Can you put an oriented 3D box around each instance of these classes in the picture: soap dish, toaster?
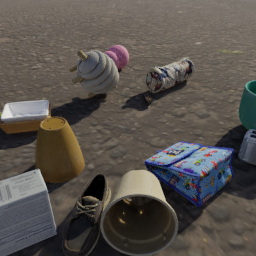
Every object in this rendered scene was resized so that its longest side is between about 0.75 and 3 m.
[{"bbox_3d":[-3.999,-0.449,11.132,1.875,0.761,1.475,-7,33,-10],"label":"soap dish"},{"bbox_3d":[4.319,0.677,9.229,1.490,0.963,0.847,19,37,27],"label":"toaster"}]

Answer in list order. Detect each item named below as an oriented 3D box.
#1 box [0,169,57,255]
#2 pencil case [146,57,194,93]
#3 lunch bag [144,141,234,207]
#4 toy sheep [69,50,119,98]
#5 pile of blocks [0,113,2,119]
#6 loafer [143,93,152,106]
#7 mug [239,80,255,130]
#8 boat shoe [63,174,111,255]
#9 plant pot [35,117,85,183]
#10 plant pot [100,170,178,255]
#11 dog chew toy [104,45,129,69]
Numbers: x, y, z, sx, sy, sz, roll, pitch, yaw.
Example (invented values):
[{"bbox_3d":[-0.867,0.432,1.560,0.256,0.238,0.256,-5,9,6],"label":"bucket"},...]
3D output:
[{"bbox_3d":[-2.587,2.004,6.573,1.484,1.614,0.847,-16,36,-24],"label":"box"},{"bbox_3d":[2.188,-2.777,14.279,2.854,1.276,1.110,-27,41,-36],"label":"pencil case"},{"bbox_3d":[1.790,1.142,8.705,1.731,1.081,2.299,-27,29,-33],"label":"lunch bag"},{"bbox_3d":[-1.463,-2.494,12.657,2.002,2.904,2.002,-8,68,21],"label":"toy sheep"},{"bbox_3d":[-5.460,-0.536,11.751,0.817,0.254,0.335,5,33,9],"label":"pile of blocks"},{"bbox_3d":[0.930,-1.379,12.890,0.353,0.364,0.995,-16,35,-1],"label":"loafer"},{"bbox_3d":[5.596,-0.666,10.605,2.723,1.684,2.238,-6,32,-15],"label":"mug"},{"bbox_3d":[-1.063,2.089,7.113,0.899,0.885,2.415,5,33,8],"label":"boat shoe"},{"bbox_3d":[-2.208,0.563,8.756,1.573,1.688,1.573,1,33,-1],"label":"plant pot"},{"bbox_3d":[0.284,1.902,6.922,1.727,1.727,1.581,2,22,2],"label":"plant pot"},{"bbox_3d":[-0.943,-3.859,16.005,1.348,1.348,2.165,24,47,32],"label":"dog chew toy"}]
